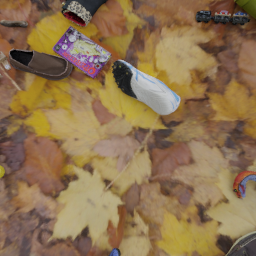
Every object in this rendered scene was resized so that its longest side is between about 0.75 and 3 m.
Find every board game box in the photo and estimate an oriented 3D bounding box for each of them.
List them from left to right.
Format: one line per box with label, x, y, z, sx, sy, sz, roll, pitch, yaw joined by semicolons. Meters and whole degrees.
board game box;-1.432;-2.362;8.749;1.600;0.258;0.960;35;88;4

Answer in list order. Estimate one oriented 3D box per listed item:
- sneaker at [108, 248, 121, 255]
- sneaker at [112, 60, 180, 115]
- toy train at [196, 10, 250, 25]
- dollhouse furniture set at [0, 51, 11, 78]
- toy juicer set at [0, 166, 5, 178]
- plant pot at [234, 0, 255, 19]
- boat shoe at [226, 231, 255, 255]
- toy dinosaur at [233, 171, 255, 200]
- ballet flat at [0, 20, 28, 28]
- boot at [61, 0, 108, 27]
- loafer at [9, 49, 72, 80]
sneaker;-1.146;4.171;7.553;0.964;0.926;2.459;44;83;10
sneaker;0.501;-1.247;8.392;2.368;0.851;0.858;39;39;14
toy train;3.004;-3.521;8.880;1.705;0.291;0.391;5;70;1
dollhouse furniture set;-4.199;-1.878;8.093;1.177;1.380;0.674;-34;84;-5
toy juicer set;-4.655;1.075;8.073;1.893;0.515;1.205;41;69;1
plant pot;4.274;-3.834;8.417;1.514;1.514;1.458;-42;96;-5
boat shoe;3.053;3.733;7.658;2.300;0.745;0.842;-38;84;-5
toy dinosaur;4.419;1.845;8.023;2.517;1.456;2.774;34;40;21
ballet flat;-3.597;-3.308;8.827;0.840;0.283;0.195;0;87;-6
boot;-1.676;-4.334;8.643;2.263;0.817;1.709;33;78;0
loafer;-2.691;-1.935;8.437;1.981;0.703;0.723;8;82;1
